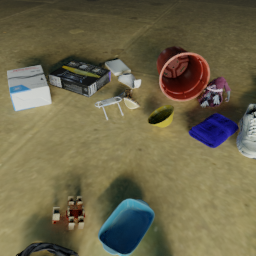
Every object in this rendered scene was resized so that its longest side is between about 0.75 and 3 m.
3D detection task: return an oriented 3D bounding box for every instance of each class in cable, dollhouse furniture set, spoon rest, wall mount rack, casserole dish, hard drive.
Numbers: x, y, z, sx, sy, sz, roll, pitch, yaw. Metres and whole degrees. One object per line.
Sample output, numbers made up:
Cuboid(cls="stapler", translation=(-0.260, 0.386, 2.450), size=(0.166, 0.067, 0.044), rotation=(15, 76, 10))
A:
Cuboid(cls="cable", translation=(-1.903, 3.182, 6.300), size=(1.485, 0.377, 1.212), rotation=(14, 45, 13))
Cuboid(cls="dollhouse furniture set", translation=(-1.566, 2.290, 7.429), size=(0.845, 0.440, 0.854), rotation=(2, 37, -16))
Cuboid(cls="spoon rest", translation=(0.102, -2.205, 13.089), size=(0.833, 0.508, 1.677), rotation=(-14, 27, -19))
Cuboid(cls="wall mount rack", translation=(-0.715, -0.831, 11.275), size=(1.156, 0.431, 1.004), rotation=(-18, 41, -19))
Cuboid(cls="casserole dish", translation=(-0.016, 2.526, 7.099), size=(1.022, 0.327, 1.687), rotation=(21, 42, 25))
Cuboid(cls="hard drive", translation=(-0.531, -3.122, 14.397), size=(0.873, 0.174, 1.324), rotation=(-16, 42, -20))

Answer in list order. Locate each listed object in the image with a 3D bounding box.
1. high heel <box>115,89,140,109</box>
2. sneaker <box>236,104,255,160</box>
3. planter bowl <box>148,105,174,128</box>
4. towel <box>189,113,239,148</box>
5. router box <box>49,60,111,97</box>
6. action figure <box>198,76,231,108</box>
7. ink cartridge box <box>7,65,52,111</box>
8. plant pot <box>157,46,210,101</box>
Cuboid(cls="high heel", translation=(0.212, -1.292, 11.778), size=(1.400, 0.500, 0.998), rotation=(23, 49, 39))
Cuboid(cls="sneaker", translation=(4.311, 0.076, 9.688), size=(0.929, 1.002, 2.471), rotation=(10, 41, 10))
Cuboid(cls="planter bowl", translation=(1.317, -0.345, 10.459), size=(1.097, 0.457, 1.097), rotation=(-27, 29, 17))
Cuboid(cls="towel", translation=(3.138, 0.029, 10.202), size=(1.624, 0.402, 1.200), rotation=(-30, 47, -33))
Cuboid(cls="router box", translation=(-2.212, -2.358, 13.070), size=(2.290, 0.598, 1.800), rotation=(20, 43, 24))
Cuboid(cls="action figure", translation=(3.633, -1.692, 11.732), size=(1.239, 1.378, 1.850), rotation=(17, 55, 30))
Cuboid(cls="ink cartridge box", translation=(-4.392, -1.942, 12.307), size=(1.537, 0.899, 2.650), rotation=(-14, 40, -17))
Cuboid(cls="plant pot", translation=(2.176, -2.526, 12.162), size=(2.086, 2.086, 2.028), rotation=(-4, 31, -5))
